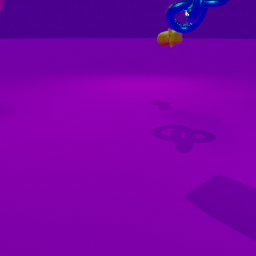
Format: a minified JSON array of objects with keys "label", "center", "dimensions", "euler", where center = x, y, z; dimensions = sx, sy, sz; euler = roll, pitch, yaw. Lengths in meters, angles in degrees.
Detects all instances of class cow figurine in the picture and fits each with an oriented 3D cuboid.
[{"label":"cow figurine","center":[1.450,-3.181,9.924],"dimensions":[1.134,0.622,1.116],"euler":[3,22,38]}]

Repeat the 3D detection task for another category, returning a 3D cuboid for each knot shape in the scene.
[{"label":"knot shape","center":[1.719,-3.091,7.306],"dimensions":[1.561,0.771,1.668],"euler":[-32,0,41]}]

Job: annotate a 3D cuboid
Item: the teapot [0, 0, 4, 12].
[{"label":"teapot","center":[-3.681,-3.057,6.764],"dimensions":[1.688,0.826,1.049],"euler":[11,30,1]}]
